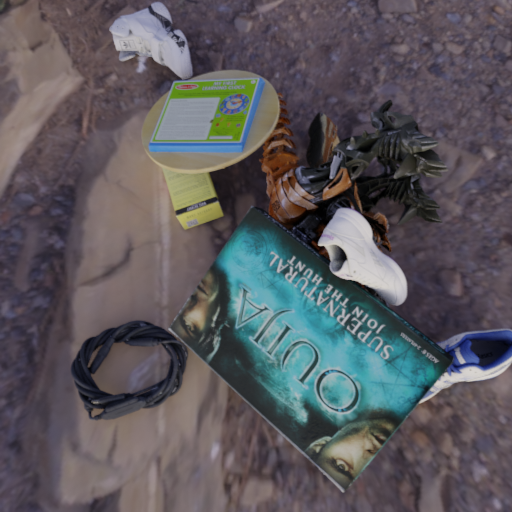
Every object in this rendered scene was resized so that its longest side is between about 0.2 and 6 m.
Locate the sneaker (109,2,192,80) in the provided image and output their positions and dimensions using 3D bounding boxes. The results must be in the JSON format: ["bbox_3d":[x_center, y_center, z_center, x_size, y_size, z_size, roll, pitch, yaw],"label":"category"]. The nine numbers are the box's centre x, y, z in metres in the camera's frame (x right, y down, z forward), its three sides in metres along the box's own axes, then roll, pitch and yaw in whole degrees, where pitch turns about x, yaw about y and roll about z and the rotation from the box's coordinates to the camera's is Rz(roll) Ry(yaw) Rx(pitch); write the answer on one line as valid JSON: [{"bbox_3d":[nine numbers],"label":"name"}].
[{"bbox_3d":[-2.561,-5.036,13.546,1.521,0.994,2.647,-22,59,-10],"label":"sneaker"}]

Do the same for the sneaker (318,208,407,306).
[{"bbox_3d":[1.669,0.189,9.009,0.962,0.723,1.932,-48,110,-23],"label":"sneaker"}]

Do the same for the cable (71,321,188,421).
[{"bbox_3d":[-2.250,1.987,10.159,2.057,0.522,1.678,-21,59,-8],"label":"cable"}]

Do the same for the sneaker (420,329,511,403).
[{"bbox_3d":[3.257,1.821,9.790,2.737,1.206,1.030,-18,65,-8],"label":"sneaker"}]

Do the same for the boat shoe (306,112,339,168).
[{"bbox_3d":[1.513,-2.445,12.073,0.639,0.654,1.729,24,46,-16],"label":"boat shoe"}]

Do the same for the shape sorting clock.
[{"bbox_3d":[-0.964,-2.841,11.704,2.973,0.583,2.973,-8,58,13],"label":"shape sorting clock"}]

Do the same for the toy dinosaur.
[{"bbox_3d":[1.485,-1.063,10.694,3.670,2.762,5.407,-27,87,5],"label":"toy dinosaur"}]

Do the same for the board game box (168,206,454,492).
[{"bbox_3d":[0.747,1.474,9.522,4.144,0.583,2.803,39,102,19],"label":"board game box"}]

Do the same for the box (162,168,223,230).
[{"bbox_3d":[-1.521,-1.863,11.995,0.951,0.633,2.527,-21,65,-2],"label":"box"}]
